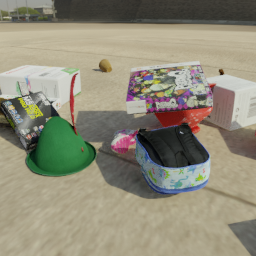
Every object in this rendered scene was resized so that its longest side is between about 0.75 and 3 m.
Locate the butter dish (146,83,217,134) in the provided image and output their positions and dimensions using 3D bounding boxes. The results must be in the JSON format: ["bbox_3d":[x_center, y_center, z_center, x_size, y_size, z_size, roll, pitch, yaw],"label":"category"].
[{"bbox_3d":[1.994,-0.497,9.520,2.020,1.497,2.025,-16,-9,-40],"label":"butter dish"}]

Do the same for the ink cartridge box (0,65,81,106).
[{"bbox_3d":[-4.011,-2.042,13.037,2.992,1.256,2.167,6,25,14],"label":"ink cartridge box"}]

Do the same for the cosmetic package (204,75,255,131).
[{"bbox_3d":[3.728,-1.012,10.466,1.500,1.498,1.818,-14,27,-26],"label":"cosmetic package"}]

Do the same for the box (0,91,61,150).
[{"bbox_3d":[-3.037,-0.301,9.115,1.473,0.407,1.838,-23,65,-37],"label":"box"}]

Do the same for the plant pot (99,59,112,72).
[{"bbox_3d":[-1.359,-3.908,17.967,0.764,0.764,0.820,-14,41,-28],"label":"plant pot"}]

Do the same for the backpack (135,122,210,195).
[{"bbox_3d":[1.072,0.818,6.653,1.593,1.279,1.740,-8,26,-11],"label":"backpack"}]

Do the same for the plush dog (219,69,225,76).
[{"bbox_3d":[3.893,-1.874,13.004,1.440,1.345,1.676,-20,17,21],"label":"plush dog"}]

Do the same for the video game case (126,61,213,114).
[{"bbox_3d":[1.132,-1.250,8.211,2.245,0.443,2.476,-4,33,8],"label":"video game case"}]

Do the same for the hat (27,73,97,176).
[{"bbox_3d":[-1.961,-0.157,7.834,1.980,2.104,2.390,-11,27,-21],"label":"hat"}]

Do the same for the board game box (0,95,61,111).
[{"bbox_3d":[-4.344,-0.835,11.314,2.747,0.475,1.734,4,23,9],"label":"board game box"}]

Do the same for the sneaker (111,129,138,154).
[{"bbox_3d":[-0.213,0.385,8.629,0.599,0.552,1.357,11,18,25],"label":"sneaker"}]

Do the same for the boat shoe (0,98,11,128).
[{"bbox_3d":[-3.946,-0.464,9.873,2.842,0.921,1.040,9,52,-11],"label":"boat shoe"}]
